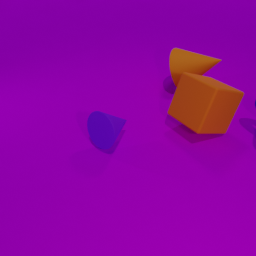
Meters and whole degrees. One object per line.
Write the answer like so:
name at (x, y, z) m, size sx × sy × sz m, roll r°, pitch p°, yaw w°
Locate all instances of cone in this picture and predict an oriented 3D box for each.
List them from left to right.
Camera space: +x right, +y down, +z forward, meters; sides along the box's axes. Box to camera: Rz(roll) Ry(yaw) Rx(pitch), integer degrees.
cone at (-0.361, -0.074, 7.285) m, size 0.993 × 0.993 × 0.997 m, roll 27°, pitch 33°, yaw 33°
cone at (2.388, -2.114, 9.394) m, size 1.493 × 1.488 × 1.488 m, roll -6°, pitch 28°, yaw 35°

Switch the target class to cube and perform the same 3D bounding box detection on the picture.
cube at (2.076, -0.664, 7.602) m, size 1.243 × 1.243 × 1.243 m, roll 1°, pitch 27°, yaw -38°
